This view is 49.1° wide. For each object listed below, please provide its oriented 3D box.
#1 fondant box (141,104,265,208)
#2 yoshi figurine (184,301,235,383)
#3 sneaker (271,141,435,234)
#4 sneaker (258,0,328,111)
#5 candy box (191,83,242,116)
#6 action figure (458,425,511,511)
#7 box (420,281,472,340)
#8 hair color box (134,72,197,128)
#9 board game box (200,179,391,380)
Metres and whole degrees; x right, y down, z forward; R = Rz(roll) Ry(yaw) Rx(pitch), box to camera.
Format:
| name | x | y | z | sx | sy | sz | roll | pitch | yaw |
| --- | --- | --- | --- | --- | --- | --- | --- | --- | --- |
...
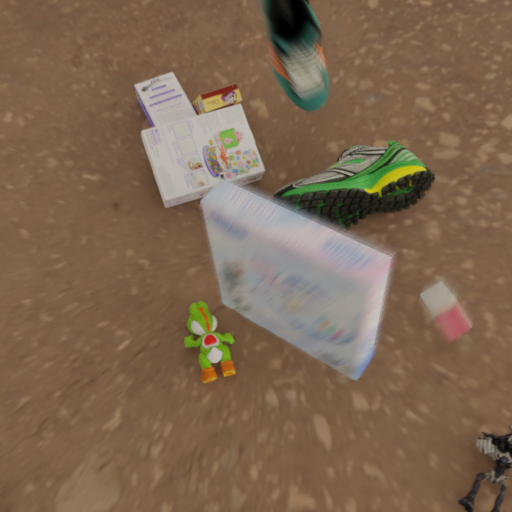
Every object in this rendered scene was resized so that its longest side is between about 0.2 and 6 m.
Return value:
| name | x | y | z | sx | sy | sz | roll | pitch | yaw |
| --- | --- | --- | --- | --- | --- | --- | --- | --- | --- |
| fondant box | -0.928 | -1.748 | 9.794 | 1.826 | 0.532 | 1.317 | -18 | 81 | -9 |
| yoshi figurine | -0.722 | 1.268 | 8.338 | 0.650 | 0.652 | 1.161 | -28 | 73 | 30 |
| sneaker | 1.520 | -1.178 | 9.500 | 2.834 | 1.106 | 1.207 | -16 | 53 | -19 |
| sneaker | 0.640 | -3.336 | 9.159 | 0.922 | 2.582 | 1.032 | -20 | 45 | 9 |
| candy box | -0.755 | -2.820 | 10.298 | 0.705 | 1.208 | 0.341 | -21 | 100 | -12 |
| action figure | 3.208 | 2.756 | 7.301 | 0.811 | 0.696 | 1.364 | 25 | 64 | 26 |
| box | 2.761 | 0.797 | 8.158 | 0.375 | 0.689 | 0.441 | -34 | 24 | 11 |
| hair color box | -1.662 | -2.738 | 10.628 | 0.811 | 0.481 | 1.483 | -23 | 64 | -11 |
| board game box | 0.464 | 0.359 | 7.117 | 2.283 | 2.272 | 0.495 | 28 | 61 | 23 |
